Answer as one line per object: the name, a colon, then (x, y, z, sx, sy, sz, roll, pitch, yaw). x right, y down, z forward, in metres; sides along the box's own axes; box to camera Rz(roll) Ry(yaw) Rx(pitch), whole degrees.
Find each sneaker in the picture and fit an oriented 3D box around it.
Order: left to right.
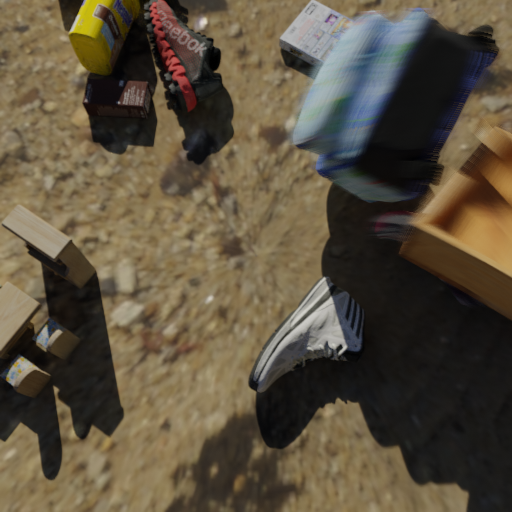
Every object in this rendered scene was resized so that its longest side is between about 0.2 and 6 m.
sneaker: (-1.258, -3.665, 9.975, 1.121, 0.811, 2.294, -21, 73, -7)
sneaker: (0.861, 1.349, 8.097, 1.176, 0.771, 2.044, 36, 71, 15)
sneaker: (3.115, 0.147, 8.326, 2.925, 1.179, 1.092, 26, 101, 14)

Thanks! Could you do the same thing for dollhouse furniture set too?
dollhouse furniture set: (-3.489, 0.606, 8.021, 1.894, 1.436, 2.161, 32, 72, 11)

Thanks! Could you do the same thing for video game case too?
video game case: (1.171, -4.096, 10.427, 1.042, 0.261, 1.150, 33, 73, 12)

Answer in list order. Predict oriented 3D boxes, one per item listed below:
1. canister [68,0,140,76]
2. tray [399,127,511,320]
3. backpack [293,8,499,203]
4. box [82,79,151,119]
canister: (-2.696, -4.188, 10.004, 0.673, 1.156, 1.556, 14, 72, 5)
tray: (3.177, -0.553, 7.104, 1.536, 0.577, 3.114, 32, 45, 18)
backpack: (1.710, -2.092, 8.147, 1.941, 2.641, 2.417, 25, 89, -4)
box: (-2.439, -2.768, 9.860, 1.089, 0.408, 0.545, 3, 70, 3)
